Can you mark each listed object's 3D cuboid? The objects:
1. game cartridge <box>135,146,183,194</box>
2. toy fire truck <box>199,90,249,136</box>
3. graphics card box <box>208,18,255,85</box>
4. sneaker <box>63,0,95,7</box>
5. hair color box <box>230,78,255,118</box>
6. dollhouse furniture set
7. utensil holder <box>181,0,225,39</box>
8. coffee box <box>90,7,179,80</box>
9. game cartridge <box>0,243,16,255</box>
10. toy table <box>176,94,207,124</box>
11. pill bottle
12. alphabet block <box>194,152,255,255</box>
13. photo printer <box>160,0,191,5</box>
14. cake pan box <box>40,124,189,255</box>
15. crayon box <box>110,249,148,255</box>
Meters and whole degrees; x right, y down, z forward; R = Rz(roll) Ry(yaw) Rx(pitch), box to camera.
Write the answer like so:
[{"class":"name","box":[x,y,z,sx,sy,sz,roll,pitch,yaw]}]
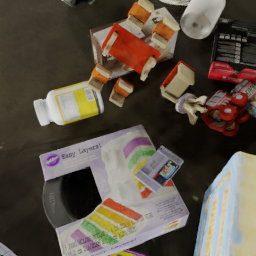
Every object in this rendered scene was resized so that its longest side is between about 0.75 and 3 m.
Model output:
[{"class":"game cartridge","box":[0.735,0.947,6.502,0.671,0.199,1.035,33,65,29]},{"class":"toy fire truck","box":[2.757,-0.499,8.159,1.425,0.799,1.197,-43,43,-20]},{"class":"graphics card box","box":[3.597,-2.576,9.337,1.513,0.613,2.412,11,62,7]},{"class":"sneaker","box":[-1.416,-5.392,10.859,2.535,0.842,1.147,-33,68,-13]},{"class":"hair color box","box":[3.858,-0.783,8.413,1.468,0.444,0.734,41,68,21]},{"class":"dollhouse furniture set","box":[0.511,-1.793,7.544,2.501,2.528,1.302,31,30,-13]},{"class":"utensil holder","box":[2.611,-4.044,9.854,1.208,1.208,1.422,24,65,13]},{"class":"coffee box","box":[0.192,-2.643,8.898,2.521,1.442,1.005,-21,62,-12]},{"class":"game cartridge","box":[-2.725,3.775,5.802,1.764,0.535,2.645,-38,67,-15]},{"class":"toy table","box":[1.842,-0.606,7.971,0.948,0.872,0.555,-17,41,-41]},{"class":"pill bottle","box":[-1.677,-0.675,8.026,1.808,1.013,1.013,-17,62,-9]},{"class":"alphabet block","box":[2.889,2.375,5.329,2.718,2.669,2.655,15,63,9]},{"class":"photo printer","box":[2.048,-5.624,11.035,1.627,0.679,1.955,8,61,3]},{"class":"cake pan box","box":[-0.481,1.479,6.733,2.963,0.775,2.729,-16,53,-12]},{"class":"crayon box","box":[0.115,3.304,6.122,1.242,0.362,1.071,14,62,9]}]
